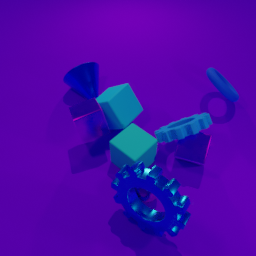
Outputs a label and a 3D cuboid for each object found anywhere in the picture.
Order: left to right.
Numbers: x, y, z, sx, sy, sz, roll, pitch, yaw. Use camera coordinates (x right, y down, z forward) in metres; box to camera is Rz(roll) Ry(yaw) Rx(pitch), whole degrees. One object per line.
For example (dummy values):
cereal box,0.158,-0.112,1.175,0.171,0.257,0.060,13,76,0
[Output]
cube,-0.989,-0.195,7.082,0.746,0.746,0.746,-23,35,-9
cone,-1.201,-1.190,8.776,1.239,1.239,1.244,-24,79,-19
cube,-0.322,-0.575,7.795,0.899,0.899,0.899,-3,35,50
cube,0.136,0.583,7.046,0.851,0.851,0.851,35,57,27
ball,0.366,1.380,6.444,0.705,0.705,0.705,0,49,0
gear,0.426,1.453,5.651,1.667,1.667,0.308,27,43,22
gear,1.364,-0.008,6.997,1.394,1.394,0.258,-23,96,-19
cube,1.615,0.488,7.025,0.744,0.744,0.744,15,83,13
ring,2.846,-1.304,8.429,1.299,0.260,1.299,35,28,-22
